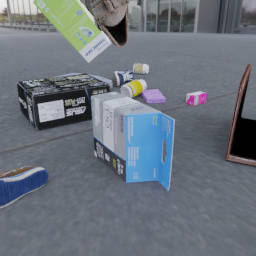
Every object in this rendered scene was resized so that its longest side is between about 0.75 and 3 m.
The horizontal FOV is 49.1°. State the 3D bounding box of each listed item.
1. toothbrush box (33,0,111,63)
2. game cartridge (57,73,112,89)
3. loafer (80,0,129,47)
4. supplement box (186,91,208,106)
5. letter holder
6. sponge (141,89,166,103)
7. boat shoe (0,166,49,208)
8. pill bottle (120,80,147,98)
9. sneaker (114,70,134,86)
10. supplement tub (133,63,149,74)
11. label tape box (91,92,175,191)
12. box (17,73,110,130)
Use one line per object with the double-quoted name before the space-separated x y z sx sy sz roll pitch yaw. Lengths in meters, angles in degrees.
"toothbrush box" -2.083 -4.152 10.522 1.212 2.817 2.051 -36 35 10
"game cartridge" -2.162 -2.121 13.284 2.728 0.567 1.817 18 25 36
"loafer" -0.319 -2.497 5.973 1.001 0.876 2.785 -33 -1 3
"supplement box" 2.742 -1.187 11.185 0.785 0.406 0.397 -13 27 -31
"letter holder" 3.687 -0.524 7.474 1.478 2.089 2.940 11 25 24
"sponge" 1.038 -1.357 11.829 0.776 0.207 1.391 -3 24 -7
"boat shoe" -2.401 1.156 5.603 0.569 0.568 1.573 13 16 38
"pill bottle" 0.263 -1.662 11.852 0.628 0.628 1.116 20 38 39
"sneaker" -0.181 -2.537 14.053 0.999 0.645 1.841 -3 20 -2
"supplement tub" 0.754 -3.428 16.213 0.797 0.576 0.576 8 24 19
"label tape box" 0.005 0.262 6.227 0.749 1.623 2.266 -13 26 -28
"box" -2.262 -1.042 9.870 2.670 1.150 2.186 -14 27 -29
